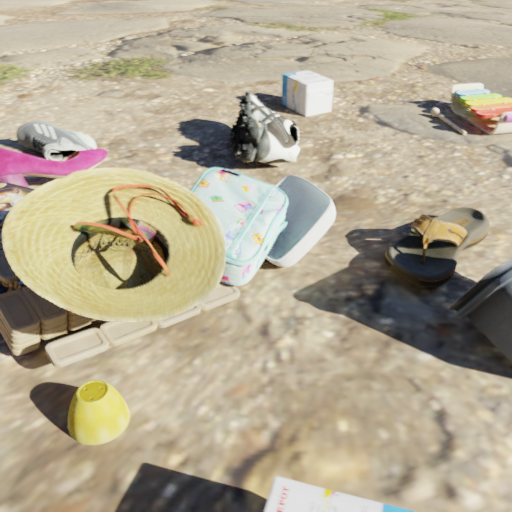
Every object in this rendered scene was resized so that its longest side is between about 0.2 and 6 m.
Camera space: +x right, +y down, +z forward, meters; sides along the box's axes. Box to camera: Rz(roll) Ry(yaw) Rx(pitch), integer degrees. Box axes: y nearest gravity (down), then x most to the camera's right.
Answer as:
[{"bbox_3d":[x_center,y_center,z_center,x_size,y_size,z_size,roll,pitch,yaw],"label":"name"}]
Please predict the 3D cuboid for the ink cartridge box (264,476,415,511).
[{"bbox_3d":[0.615,2.607,4.669,1.229,0.898,0.902,9,34,14],"label":"ink cartridge box"}]

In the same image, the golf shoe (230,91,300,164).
[{"bbox_3d":[0.210,-2.916,13.300,1.496,1.231,3.166,12,32,-13],"label":"golf shoe"}]

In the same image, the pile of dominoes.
[{"bbox_3d":[-2.202,0.456,8.363,3.158,0.503,2.461,-18,48,-37],"label":"pile of dominoes"}]

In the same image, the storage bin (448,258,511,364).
[{"bbox_3d":[3.793,0.698,7.419,2.038,1.483,1.369,-21,66,-29],"label":"storage bin"}]

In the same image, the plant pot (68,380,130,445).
[{"bbox_3d":[-1.835,1.722,6.425,0.702,0.499,0.702,0,32,0],"label":"plant pot"}]

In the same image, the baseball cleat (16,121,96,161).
[{"bbox_3d":[-4.823,-2.610,12.964,2.117,0.738,1.127,8,33,14],"label":"baseball cleat"}]

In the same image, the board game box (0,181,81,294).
[{"bbox_3d":[-4.218,-0.374,9.594,3.381,0.585,2.291,14,35,20],"label":"board game box"}]

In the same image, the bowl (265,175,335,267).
[{"bbox_3d":[0.574,-0.534,9.465,1.472,0.550,1.474,-47,42,0],"label":"bowl"}]

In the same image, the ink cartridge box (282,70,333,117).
[{"bbox_3d":[1.446,-4.638,15.949,0.918,0.914,1.252,-17,37,-25],"label":"ink cartridge box"}]

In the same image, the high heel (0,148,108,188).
[{"bbox_3d":[-4.298,-2.084,11.562,2.468,1.184,0.831,-29,20,-29],"label":"high heel"}]

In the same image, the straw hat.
[{"bbox_3d":[-1.826,0.151,7.488,2.919,1.235,2.919,13,41,-11],"label":"straw hat"}]

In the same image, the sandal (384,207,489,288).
[{"bbox_3d":[3.126,-0.355,9.407,2.814,0.768,1.150,-28,42,-36],"label":"sandal"}]

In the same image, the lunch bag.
[{"bbox_3d":[-0.399,-0.533,8.974,1.611,0.774,2.008,20,48,10],"label":"lunch bag"}]

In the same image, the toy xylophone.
[{"bbox_3d":[6.025,-3.888,14.989,2.019,0.693,2.757,-12,34,-17],"label":"toy xylophone"}]
